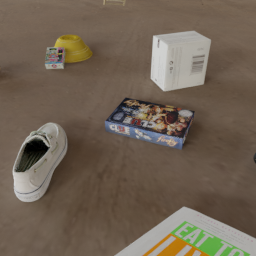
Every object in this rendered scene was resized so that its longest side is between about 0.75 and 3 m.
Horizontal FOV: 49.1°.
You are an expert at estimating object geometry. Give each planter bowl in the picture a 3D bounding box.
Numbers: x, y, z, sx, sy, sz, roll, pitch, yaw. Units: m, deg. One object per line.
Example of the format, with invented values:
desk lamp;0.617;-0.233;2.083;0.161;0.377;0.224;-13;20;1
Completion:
planter bowl;-2.793;-3.959;13.550;2.101;0.875;2.101;1;35;0

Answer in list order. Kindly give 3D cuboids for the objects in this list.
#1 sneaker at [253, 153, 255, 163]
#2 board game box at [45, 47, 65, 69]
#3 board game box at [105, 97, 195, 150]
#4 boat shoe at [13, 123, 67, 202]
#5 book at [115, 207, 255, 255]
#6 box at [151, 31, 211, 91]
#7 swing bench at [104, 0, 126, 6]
sneaker;3.733;1.350;6.018;1.311;1.142;2.915;-18;30;4
board game box;-3.239;-3.128;12.502;0.772;0.336;1.047;-2;59;-3
board game box;0.693;-0.210;8.545;2.340;0.405;1.585;13;37;18
boat shoe;-2.131;0.520;7.044;1.012;0.919;2.751;-2;35;-3
book;0.821;2.304;4.223;1.860;0.669;2.784;21;26;38
box;1.962;-2.575;10.704;1.831;1.821;1.197;-12;36;-17
swing bench;-0.465;-5.105;10.499;0.854;0.859;0.557;-6;75;-19
